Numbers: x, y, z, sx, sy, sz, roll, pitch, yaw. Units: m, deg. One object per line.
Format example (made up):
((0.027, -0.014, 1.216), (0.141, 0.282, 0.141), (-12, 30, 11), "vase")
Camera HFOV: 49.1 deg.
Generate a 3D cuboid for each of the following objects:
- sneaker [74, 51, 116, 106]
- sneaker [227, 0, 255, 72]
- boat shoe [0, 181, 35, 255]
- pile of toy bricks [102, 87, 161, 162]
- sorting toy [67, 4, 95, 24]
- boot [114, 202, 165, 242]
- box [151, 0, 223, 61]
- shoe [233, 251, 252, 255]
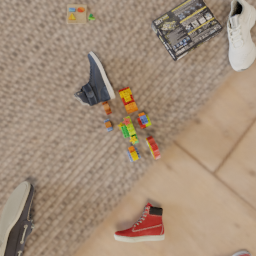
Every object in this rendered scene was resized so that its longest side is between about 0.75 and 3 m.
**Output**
((-1.178, -1.410, 8.309), (1.131, 0.595, 1.565), (-23, 86, -5), "sneaker")
((3.191, -2.715, 8.148), (0.818, 0.956, 2.195), (-8, 74, 42), "sneaker")
((-3.149, 2.824, 7.994), (0.811, 0.939, 2.585), (27, 77, -40), "boat shoe")
((0.041, -0.039, 7.918), (1.269, 1.129, 2.287), (-23, 85, -2), "pile of toy bricks")
((-1.461, -3.573, 8.737), (0.892, 0.131, 0.660), (1, 85, 1), "sorting toy")
((0.306, 2.673, 8.006), (1.448, 0.524, 1.045), (-2, 84, -8), "boot")
((1.782, -3.070, 8.550), (1.712, 0.420, 1.380), (-34, 87, -3), "box")
((2.961, 4.021, 7.800), (1.417, 0.644, 0.506), (-33, 86, -3), "shoe")
